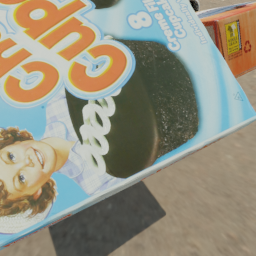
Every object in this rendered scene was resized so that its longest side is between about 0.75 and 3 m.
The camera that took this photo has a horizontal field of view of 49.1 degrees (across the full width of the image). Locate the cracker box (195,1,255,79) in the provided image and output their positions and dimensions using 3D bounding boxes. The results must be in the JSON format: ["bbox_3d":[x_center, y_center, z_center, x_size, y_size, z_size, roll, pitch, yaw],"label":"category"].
[{"bbox_3d":[0.934,-1.376,4.431,1.791,0.771,2.674,-26,24,-28],"label":"cracker box"}]

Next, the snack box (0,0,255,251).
[{"bbox_3d":[-0.380,-0.600,1.258,1.079,0.344,1.857,-24,79,-16],"label":"snack box"}]

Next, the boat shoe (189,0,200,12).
[{"bbox_3d":[1.733,-3.519,8.389,0.913,0.834,2.538,21,42,-18],"label":"boat shoe"}]
